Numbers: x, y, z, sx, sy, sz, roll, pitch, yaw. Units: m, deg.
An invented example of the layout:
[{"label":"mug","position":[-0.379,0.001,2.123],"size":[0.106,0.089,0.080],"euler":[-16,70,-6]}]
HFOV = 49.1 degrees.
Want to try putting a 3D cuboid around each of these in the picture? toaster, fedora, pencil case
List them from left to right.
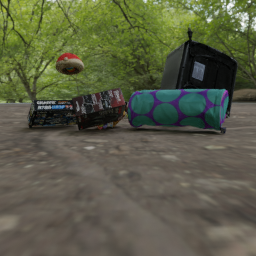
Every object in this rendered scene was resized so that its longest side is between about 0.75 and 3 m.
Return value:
[{"label":"fedora","position":[-0.440,-0.416,9.024],"size":[0.518,1.271,1.271],"euler":[43,16,9]},{"label":"pencil case","position":[1.406,-0.496,8.030],"size":[2.737,1.165,1.265],"euler":[3,-38,21]},{"label":"toaster","position":[2.860,-1.968,11.413],"size":[2.660,2.942,1.746],"euler":[16,-11,-21]}]

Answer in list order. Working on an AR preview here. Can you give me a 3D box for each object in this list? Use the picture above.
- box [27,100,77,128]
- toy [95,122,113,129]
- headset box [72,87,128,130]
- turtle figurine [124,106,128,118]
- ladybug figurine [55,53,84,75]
[{"label":"box","position":[-2.196,-0.443,8.710],"size":[1.618,0.372,1.286],"euler":[-4,-19,-28]},{"label":"toy","position":[-0.857,-0.089,8.455],"size":[0.803,0.190,0.463],"euler":[2,-27,-3]},{"label":"headset box","position":[-0.740,-0.523,7.776],"size":[1.473,0.569,1.096],"euler":[-13,-18,-12]},{"label":"turtle figurine","position":[-0.625,-1.025,13.319],"size":[1.958,0.782,2.429],"euler":[25,-5,45]},{"label":"ladybug figurine","position":[-1.819,-1.998,8.707],"size":[0.862,0.457,1.270],"euler":[-7,-4,-6]}]
